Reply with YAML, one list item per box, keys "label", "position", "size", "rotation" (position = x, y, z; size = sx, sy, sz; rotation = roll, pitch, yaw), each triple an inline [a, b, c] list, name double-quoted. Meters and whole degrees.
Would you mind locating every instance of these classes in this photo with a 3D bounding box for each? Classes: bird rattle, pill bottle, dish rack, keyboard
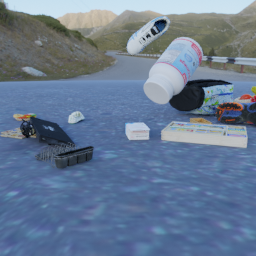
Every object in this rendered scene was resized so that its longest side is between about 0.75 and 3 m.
- label: "bird rattle"
  position: [6.882, -1.452, 15.577]
  size: [1.913, 1.322, 2.346]
  rotation: [-6, 20, 34]
- label: "pill bottle"
  position: [1.019, -1.299, 6.387]
  size: [0.848, 0.848, 1.559]
  rotation: [11, 54, 41]
- label: "dish rack"
  position: [-1.595, 0.610, 6.816]
  size: [1.039, 0.370, 1.355]
  rotation: [-11, 16, -44]
- label: "keyboard"
  position: [-2.716, 0.199, 8.876]
  size: [1.505, 0.573, 2.892]
  rotation: [18, 4, -26]

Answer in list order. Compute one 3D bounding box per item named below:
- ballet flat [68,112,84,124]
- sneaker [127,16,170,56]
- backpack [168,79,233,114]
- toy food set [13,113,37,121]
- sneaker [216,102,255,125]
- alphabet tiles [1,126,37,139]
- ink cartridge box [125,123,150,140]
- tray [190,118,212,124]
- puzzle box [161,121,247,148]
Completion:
- label: "ballet flat"
  position: [-2.131, -0.475, 11.677]
  size: [0.451, 0.451, 1.299]
  rotation: [2, 12, 10]
- label: "sneaker"
  position: [0.926, -4.349, 13.052]
  size: [2.483, 0.892, 0.900]
  rotation: [-42, 12, -7]
- label: "backpack"
  position: [3.660, -1.487, 13.266]
  size: [2.810, 2.160, 2.292]
  rotation: [-24, 14, -27]
- label: "toy food set"
  position: [-4.450, -0.490, 12.211]
  size: [0.897, 0.220, 0.906]
  rotation: [-11, 16, -43]
- label: "sneaker"
  position: [4.946, -0.585, 10.851]
  size: [2.851, 1.074, 1.118]
  rotation: [13, 13, 40]
- label: "alphabet tiles"
  position: [-3.414, 0.111, 9.813]
  size: [1.505, 0.057, 1.808]
  rotation: [6, 13, 23]
- label: "ink cartridge box"
  position: [0.300, 0.121, 9.004]
  size: [0.647, 0.382, 1.125]
  rotation: [-2, 12, -7]
- label: "tray"
  position: [2.853, -0.212, 11.015]
  size: [0.521, 0.195, 1.055]
  rotation: [-2, 12, -6]
- label: "puzzle box"
  position: [2.458, 0.160, 8.976]
  size: [2.497, 0.317, 1.661]
  rotation: [5, 14, 20]
